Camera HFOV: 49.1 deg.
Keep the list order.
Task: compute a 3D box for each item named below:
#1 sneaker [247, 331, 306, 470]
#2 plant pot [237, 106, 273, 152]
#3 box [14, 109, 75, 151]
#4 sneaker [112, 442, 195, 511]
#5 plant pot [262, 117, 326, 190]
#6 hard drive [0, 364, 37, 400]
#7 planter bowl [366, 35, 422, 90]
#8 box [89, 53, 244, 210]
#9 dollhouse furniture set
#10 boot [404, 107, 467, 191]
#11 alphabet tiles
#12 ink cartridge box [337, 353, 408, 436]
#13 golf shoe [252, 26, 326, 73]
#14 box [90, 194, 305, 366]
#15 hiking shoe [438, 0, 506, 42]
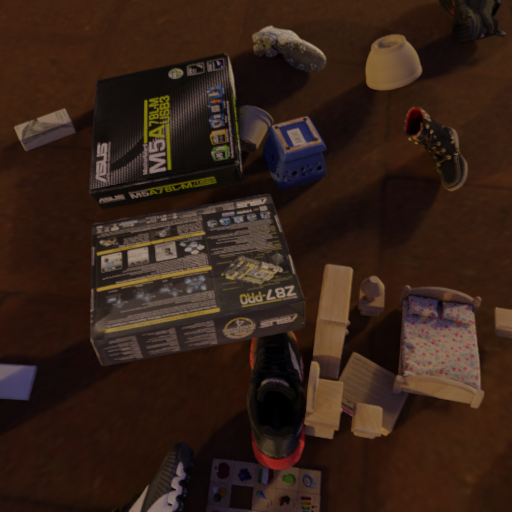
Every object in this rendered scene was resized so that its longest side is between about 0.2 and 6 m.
[{"bbox_3d":[0.351,2.075,9.430,0.959,1.326,2.714,-1,54,2],"label":"sneaker"},{"bbox_3d":[-0.142,-2.801,12.619,0.856,0.856,0.783,16,73,9],"label":"plant pot"},{"bbox_3d":[-4.828,-2.887,12.828,1.207,0.413,0.496,-27,64,-15],"label":"box"},{"bbox_3d":[-1.884,4.168,8.457,1.326,0.974,2.930,17,63,6],"label":"sneaker"},{"bbox_3d":[0.842,-2.282,12.126,1.153,1.037,1.154,-17,61,-11],"label":"plant pot"},{"bbox_3d":[-4.474,2.251,10.050,0.921,0.121,0.607,3,60,1],"label":"hard drive"},{"bbox_3d":[3.179,-4.642,13.229,1.307,0.880,1.307,-14,38,12],"label":"planter bowl"},{"bbox_3d":[-1.984,-2.788,12.304,3.190,0.785,3.303,-8,61,5],"label":"box"},{"bbox_3d":[2.768,1.491,9.120,3.622,1.769,3.089,7,48,9],"label":"dollhouse furniture set"},{"bbox_3d":[3.830,-2.317,11.993,1.324,0.644,1.759,25,54,-30],"label":"boot"},{"bbox_3d":[0.058,4.431,8.828,1.822,0.082,2.180,6,61,3],"label":"alphabet tiles"},{"bbox_3d":[1.979,2.402,9.775,1.166,0.438,0.960,28,65,14],"label":"ink cartridge box"},{"bbox_3d":[0.932,-5.319,14.059,1.999,0.783,0.972,26,58,13],"label":"golf shoe"},{"bbox_3d":[-1.166,0.304,10.359,3.623,0.890,2.920,-11,45,-6],"label":"box"},{"bbox_3d":[5.709,-6.695,14.827,1.312,0.987,2.607,0,68,-12],"label":"hiking shoe"}]
